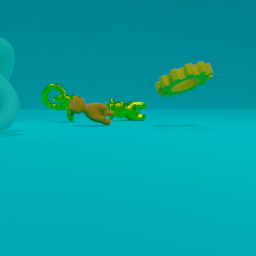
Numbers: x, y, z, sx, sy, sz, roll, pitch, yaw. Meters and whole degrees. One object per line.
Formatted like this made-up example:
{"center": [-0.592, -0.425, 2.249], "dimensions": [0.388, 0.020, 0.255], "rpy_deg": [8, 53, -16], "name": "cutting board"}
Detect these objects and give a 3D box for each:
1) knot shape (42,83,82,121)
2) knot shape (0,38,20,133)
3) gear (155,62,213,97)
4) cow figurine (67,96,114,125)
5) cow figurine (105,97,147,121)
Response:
{"center": [-2.254, -0.943, 9.998], "dimensions": [1.444, 0.713, 1.543], "rpy_deg": [-8, -47, 49], "name": "knot shape"}
{"center": [-2.630, -0.738, 4.898], "dimensions": [0.911, 1.845, 1.971], "rpy_deg": [-14, -7, 17], "name": "knot shape"}
{"center": [1.538, -1.300, 7.713], "dimensions": [1.553, 0.287, 1.553], "rpy_deg": [-16, -12, -3], "name": "gear"}
{"center": [-1.093, -0.486, 8.052], "dimensions": [1.118, 0.624, 1.136], "rpy_deg": [13, -9, 21], "name": "cow figurine"}
{"center": [-0.105, -0.739, 11.543], "dimensions": [1.716, 0.957, 1.744], "rpy_deg": [4, 3, -4], "name": "cow figurine"}
